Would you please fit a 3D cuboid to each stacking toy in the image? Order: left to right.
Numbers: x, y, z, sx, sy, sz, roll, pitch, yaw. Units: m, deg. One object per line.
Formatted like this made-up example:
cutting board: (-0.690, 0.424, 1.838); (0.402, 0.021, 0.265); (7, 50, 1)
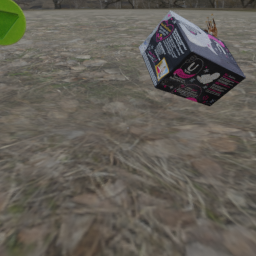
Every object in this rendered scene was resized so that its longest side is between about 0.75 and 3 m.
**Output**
stacking toy: (-3.612, -3.382, 6.965); (2.653, 2.401, 1.120); (3, 17, -16)

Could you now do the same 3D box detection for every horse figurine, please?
horse figurine: (1.938, -2.240, 6.491); (0.227, 0.603, 0.910); (-14, 3, 12)

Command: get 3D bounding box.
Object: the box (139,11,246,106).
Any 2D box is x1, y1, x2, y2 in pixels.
box: (1.093, -1.120, 4.735); (1.491, 0.855, 0.985); (12, 50, -39)
